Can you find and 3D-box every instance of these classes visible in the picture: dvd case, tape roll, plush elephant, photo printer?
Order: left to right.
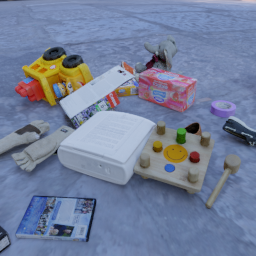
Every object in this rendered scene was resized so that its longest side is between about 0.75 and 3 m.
[{"bbox_3d":[-1.697,2.175,6.863,1.700,0.149,1.213,2,33,4],"label":"dvd case"},{"bbox_3d":[-0.476,0.403,8.972,2.352,0.982,2.827,13,33,21],"label":"photo printer"},{"bbox_3d":[1.597,-3.529,14.288,2.759,2.136,2.272,6,32,9],"label":"plush elephant"},{"bbox_3d":[3.935,-0.799,11.590,0.971,0.319,0.971,0,31,0],"label":"tape roll"}]

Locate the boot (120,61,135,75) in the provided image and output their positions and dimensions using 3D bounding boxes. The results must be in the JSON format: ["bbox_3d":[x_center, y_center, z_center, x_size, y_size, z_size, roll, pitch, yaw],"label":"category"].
[{"bbox_3d":[-0.021,-3.190,15.359,0.814,0.570,1.519,4,34,-10],"label":"boot"}]

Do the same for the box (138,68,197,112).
[{"bbox_3d":[1.679,-1.705,12.245,2.336,1.199,1.106,24,39,32],"label":"box"}]

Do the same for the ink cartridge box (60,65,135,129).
[{"bbox_3d":[-1.124,-1.249,10.952,2.869,0.722,1.563,-34,39,-8],"label":"ink cartridge box"}]

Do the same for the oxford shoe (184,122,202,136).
[{"bbox_3d":[1.510,0.566,8.810,0.930,0.930,2.609,24,41,29],"label":"oxford shoe"}]

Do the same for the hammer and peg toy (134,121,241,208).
[{"bbox_3d":[1.685,0.898,7.758,2.655,0.936,1.952,15,48,20],"label":"hammer and peg toy"}]

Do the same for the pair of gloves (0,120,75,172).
[{"bbox_3d":[-3.156,0.477,9.265,2.452,0.430,2.085,13,38,36],"label":"pair of gloves"}]

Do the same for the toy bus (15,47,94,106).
[{"bbox_3d":[-3.285,-1.951,12.179,2.910,1.975,2.794,28,54,34],"label":"toy bus"}]

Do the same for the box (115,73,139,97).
[{"bbox_3d":[-0.349,-2.210,13.769,1.336,0.466,2.245,-9,35,-14],"label":"box"}]

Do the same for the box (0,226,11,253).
[{"bbox_3d":[-3.678,2.585,5.926,1.417,0.447,1.796,22,38,32],"label":"box"}]

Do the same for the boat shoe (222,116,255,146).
[{"bbox_3d":[4.144,0.300,9.588,1.845,0.697,0.556,35,84,30],"label":"boat shoe"}]

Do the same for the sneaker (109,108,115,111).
[{"bbox_3d":[-0.819,-1.069,11.670,0.450,0.687,1.189,-15,35,-23],"label":"sneaker"}]

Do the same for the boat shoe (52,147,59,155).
[{"bbox_3d":[-2.174,0.656,9.239,0.869,0.311,0.260,-19,36,-17],"label":"boat shoe"}]
